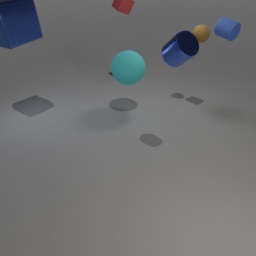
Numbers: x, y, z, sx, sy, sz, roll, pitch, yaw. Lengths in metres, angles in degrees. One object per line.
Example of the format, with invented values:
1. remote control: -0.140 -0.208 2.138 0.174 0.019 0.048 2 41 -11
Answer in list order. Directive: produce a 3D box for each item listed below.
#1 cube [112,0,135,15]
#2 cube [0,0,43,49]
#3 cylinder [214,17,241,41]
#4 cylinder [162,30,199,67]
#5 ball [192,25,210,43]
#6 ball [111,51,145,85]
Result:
1. cube: -0.241 -6.068 13.678 0.700 0.700 0.700 2 39 -42
2. cube: -4.059 -3.688 9.638 1.400 1.400 1.400 21 43 33
3. cylinder: 3.739 -3.721 10.527 0.700 0.700 0.700 -24 50 -36
4. cylinder: 1.325 -2.004 7.141 0.700 0.700 0.700 -17 -5 -27
5. ball: 2.951 -3.800 11.307 0.700 0.700 0.700 0 30 0
6. ball: 0.012 -2.474 11.563 1.400 1.400 1.400 0 30 0
